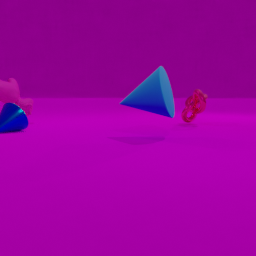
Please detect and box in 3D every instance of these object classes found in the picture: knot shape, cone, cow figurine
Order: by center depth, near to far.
[{"bbox_3d":[0.350,-0.707,6.639,1.221,1.216,1.216,-12,2,20],"label":"cone"},{"bbox_3d":[-3.302,-0.090,7.465,0.881,0.881,0.885,3,34,26],"label":"cone"},{"bbox_3d":[-4.023,-1.015,9.592,0.846,1.517,1.542,-38,-21,22],"label":"cow figurine"},{"bbox_3d":[2.256,-0.720,9.624,0.584,1.184,1.265,29,10,1],"label":"knot shape"}]
